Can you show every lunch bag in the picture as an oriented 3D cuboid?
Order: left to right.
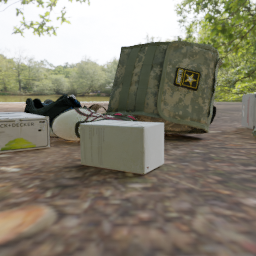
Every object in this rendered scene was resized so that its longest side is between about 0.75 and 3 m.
[{"bbox_3d":[0.977,-1.032,7.287,2.642,2.167,1.553,4,-16,31],"label":"lunch bag"}]

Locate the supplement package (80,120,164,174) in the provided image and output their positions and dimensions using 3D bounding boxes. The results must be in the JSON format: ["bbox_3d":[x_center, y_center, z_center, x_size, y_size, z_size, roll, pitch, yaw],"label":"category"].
[{"bbox_3d":[-0.087,0.232,4.080,1.083,0.633,0.635,4,8,31],"label":"supplement package"}]

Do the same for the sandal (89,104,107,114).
[{"bbox_3d":[-1.563,-0.724,12.192,2.389,0.682,0.949,-2,7,-21],"label":"sandal"}]

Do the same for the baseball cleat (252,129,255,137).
[{"bbox_3d":[3.228,0.126,6.555,0.439,0.288,0.825,0,7,3],"label":"baseball cleat"}]

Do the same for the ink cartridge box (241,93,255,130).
[{"bbox_3d":[4.012,-0.479,8.244,0.645,1.103,1.901,0,7,1],"label":"ink cartridge box"}]

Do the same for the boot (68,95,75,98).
[{"bbox_3d":[-1.822,-0.505,8.429,0.699,0.908,1.900,-20,11,-3],"label":"boot"}]

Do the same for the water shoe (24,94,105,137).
[{"bbox_3d":[-1.424,-0.318,7.005,2.676,1.056,0.957,1,7,10],"label":"water shoe"}]

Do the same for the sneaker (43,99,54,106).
[{"bbox_3d":[-3.678,-0.775,12.987,0.951,0.850,2.322,18,13,3],"label":"sneaker"}]

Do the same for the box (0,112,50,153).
[{"bbox_3d":[-2.570,0.026,5.911,1.215,0.626,2.082,-5,8,-35],"label":"box"}]

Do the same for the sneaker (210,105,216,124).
[{"bbox_3d":[2.633,-0.503,9.585,2.091,0.803,1.163,-11,6,-41],"label":"sneaker"}]

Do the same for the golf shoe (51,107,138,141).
[{"bbox_3d":[-0.757,-0.025,6.017,1.965,0.759,0.866,0,12,5],"label":"golf shoe"}]
